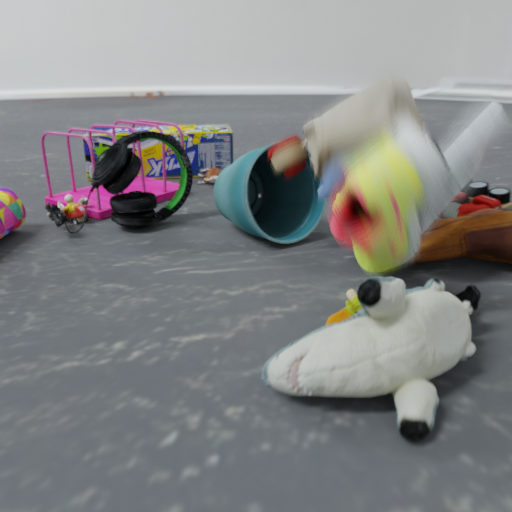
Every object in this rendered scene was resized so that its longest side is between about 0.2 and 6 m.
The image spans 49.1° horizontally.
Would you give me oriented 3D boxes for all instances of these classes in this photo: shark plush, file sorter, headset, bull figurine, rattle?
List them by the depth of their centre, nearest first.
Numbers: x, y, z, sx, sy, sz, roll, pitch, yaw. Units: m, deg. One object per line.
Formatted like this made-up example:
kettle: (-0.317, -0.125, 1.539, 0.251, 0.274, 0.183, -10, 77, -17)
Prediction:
shark plush: (1.640, 0.736, 6.545, 1.428, 1.558, 3.429, -23, 5, 46)
rattle: (1.302, 0.810, 7.602, 0.602, 0.661, 0.925, 33, 7, -1)
headset: (-2.702, -1.356, 11.185, 2.908, 1.796, 1.366, -32, 29, -21)
file sorter: (-3.238, -2.159, 13.048, 1.947, 1.757, 2.802, 15, 25, 34)
bull figurine: (-1.209, -2.090, 14.845, 0.634, 0.340, 1.044, 1, 21, 3)

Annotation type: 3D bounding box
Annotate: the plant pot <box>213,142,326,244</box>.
plant pot: (0.093, -1.204, 10.782, 1.839, 1.839, 1.728, -14, 13, -32)

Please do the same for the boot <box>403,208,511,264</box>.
boot: (3.413, -0.223, 8.993, 3.178, 1.088, 2.992, -3, 22, -5)

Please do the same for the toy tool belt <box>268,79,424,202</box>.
toy tool belt: (1.464, -1.478, 8.639, 2.541, 1.562, 1.587, -25, 1, 36)

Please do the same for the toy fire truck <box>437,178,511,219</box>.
toy fire truck: (3.905, -0.961, 11.106, 1.773, 1.141, 1.561, -19, 27, -16)

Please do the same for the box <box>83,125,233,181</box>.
box: (-2.674, -2.907, 15.640, 3.998, 1.285, 1.401, -2, 22, -7)

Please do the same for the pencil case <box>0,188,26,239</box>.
pencil case: (-5.049, -0.600, 10.164, 0.971, 0.971, 2.196, 0, 21, 0)

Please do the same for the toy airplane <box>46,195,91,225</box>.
toy airplane: (-3.898, -1.011, 11.714, 0.810, 0.574, 0.814, -4, 23, -4)

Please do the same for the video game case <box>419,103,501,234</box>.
video game case: (2.886, -1.216, 8.163, 0.192, 1.475, 1.621, 37, 70, 24)

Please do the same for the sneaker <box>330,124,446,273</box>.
sneaker: (1.472, -0.504, 7.387, 1.265, 2.801, 1.095, -32, 63, -14)
